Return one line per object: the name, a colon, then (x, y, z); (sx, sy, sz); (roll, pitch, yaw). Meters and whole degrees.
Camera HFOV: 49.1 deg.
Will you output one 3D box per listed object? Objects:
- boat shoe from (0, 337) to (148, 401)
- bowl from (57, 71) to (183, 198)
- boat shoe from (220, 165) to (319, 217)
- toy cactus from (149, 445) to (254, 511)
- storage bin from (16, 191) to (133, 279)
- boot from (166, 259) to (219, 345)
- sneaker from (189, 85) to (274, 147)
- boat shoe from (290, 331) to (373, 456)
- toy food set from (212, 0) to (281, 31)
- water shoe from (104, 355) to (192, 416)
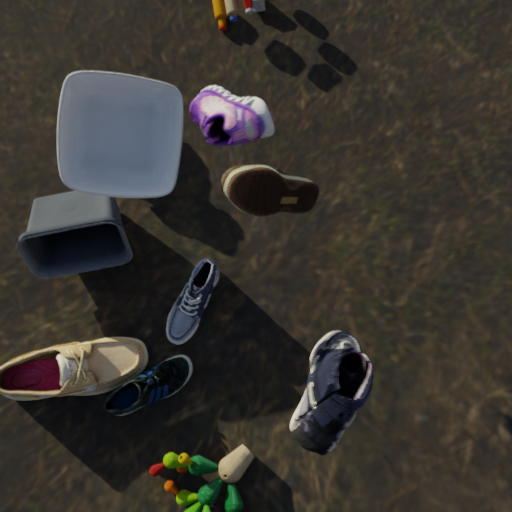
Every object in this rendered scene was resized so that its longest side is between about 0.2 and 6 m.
boat shoe: (-3.648, 2.259, 10.958); (2.984, 1.032, 1.100); (-14, 78, -3)
bowl: (-2.011, -1.759, 8.257); (1.738, 0.649, 1.736); (3, 103, -19)
boat shoe: (0.095, -1.065, 8.858); (0.784, 2.119, 0.783); (32, 106, 35)
toy cactus: (-0.793, 4.330, 10.631); (2.154, 1.101, 1.777); (41, 71, 17)
storage bin: (-3.631, -0.524, 11.497); (2.050, 1.492, 1.377); (-11, 50, -2)
boot: (-1.336, 0.905, 11.355); (0.667, 0.828, 1.832); (23, 79, 5)
sneaker: (-0.624, -2.233, 9.237); (0.877, 0.798, 1.983); (-38, 38, -21)
boat shoe: (1.385, 1.726, 8.579); (1.001, 2.682, 1.244); (30, 122, 1)
toy food set: (-0.104, -5.763, 12.824); (1.734, 0.828, 0.780); (-9, 91, -3)
water shoe: (-2.090, 2.602, 11.038); (1.865, 0.736, 0.667); (-32, 80, -6)
